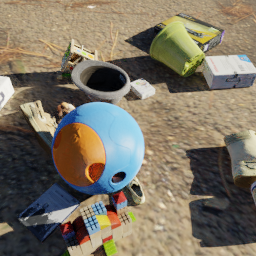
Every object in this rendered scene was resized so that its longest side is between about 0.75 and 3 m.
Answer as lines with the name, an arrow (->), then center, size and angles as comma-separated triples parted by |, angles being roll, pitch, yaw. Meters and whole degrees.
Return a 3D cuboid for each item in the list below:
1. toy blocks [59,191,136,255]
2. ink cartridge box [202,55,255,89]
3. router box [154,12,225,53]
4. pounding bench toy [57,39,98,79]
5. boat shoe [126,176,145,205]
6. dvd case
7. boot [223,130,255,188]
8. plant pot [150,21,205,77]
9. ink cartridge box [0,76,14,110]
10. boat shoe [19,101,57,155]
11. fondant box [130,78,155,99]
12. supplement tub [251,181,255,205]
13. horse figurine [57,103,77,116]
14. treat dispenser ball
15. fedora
toy blocks -> -0.818, 2.600, 7.406 | 2.358, 1.612, 1.178 | -20, 50, -18
ink cartridge box -> 4.584, -2.583, 12.812 | 2.010, 0.847, 1.467 | -4, 47, -4
router box -> 3.279, -5.101, 15.218 | 2.357, 0.783, 2.998 | -36, 56, -29
pounding bench toy -> -2.322, -2.812, 12.933 | 1.431, 1.835, 1.140 | 20, 39, -26
boat shoe -> 0.179, 1.805, 8.966 | 0.474, 0.427, 1.315 | -16, 48, -15
dvd case -> -2.374, 2.510, 8.473 | 1.157, 0.190, 1.540 | 30, 53, 26
boot -> 4.657, 0.997, 9.427 | 2.565, 0.933, 1.993 | -2, 47, 3
plant pot -> 2.438, -3.507, 13.103 | 2.104, 2.104, 1.934 | -28, 64, -24
ink cartridge box -> -5.944, -1.270, 11.571 | 1.464, 0.853, 2.022 | 9, 47, 8
boat shoe -> -3.130, -0.158, 10.405 | 0.931, 1.028, 2.884 | -27, 51, -21
fondant box -> 0.625, -1.747, 12.418 | 0.716, 0.289, 0.993 | -26, 53, -22
supplement tub -> 4.276, 2.257, 8.118 | 1.047, 1.047, 1.450 | 1, 47, 1
horse figurine -> -2.253, -0.693, 10.878 | 0.938, 0.353, 1.416 | 40, 18, 27
treat dispenser ball -> -0.888, 0.612, 8.537 | 2.781, 2.781, 2.781 | 0, 47, 0
fedora -> -1.122, -1.758, 11.834 | 2.455, 1.109, 2.171 | 17, 50, 5
